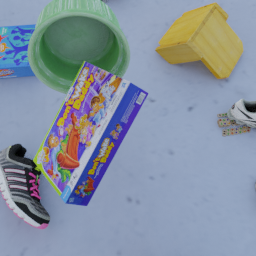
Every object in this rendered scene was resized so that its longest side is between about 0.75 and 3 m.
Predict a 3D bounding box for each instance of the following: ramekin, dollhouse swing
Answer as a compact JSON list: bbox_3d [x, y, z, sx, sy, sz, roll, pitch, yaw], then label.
[{"bbox_3d":[-1.255,-2.148,7.310,2.507,2.507,1.224,-7,52,-3],"label":"ramekin"},{"bbox_3d":[2.814,-3.117,10.810,2.172,2.101,2.390,5,54,50],"label":"dollhouse swing"}]

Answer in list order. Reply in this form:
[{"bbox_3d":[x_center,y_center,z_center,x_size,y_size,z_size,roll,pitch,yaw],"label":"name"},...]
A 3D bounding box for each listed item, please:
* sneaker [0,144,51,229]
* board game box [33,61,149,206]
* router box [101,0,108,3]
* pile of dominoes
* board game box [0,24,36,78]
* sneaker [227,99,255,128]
[{"bbox_3d":[-2.935,1.529,8.082,1.257,1.060,2.873,-39,65,-11],"label":"sneaker"},{"bbox_3d":[-0.968,0.045,6.406,1.877,0.625,2.792,33,97,45],"label":"board game box"},{"bbox_3d":[-1.453,-5.603,12.168,0.903,0.236,0.710,-34,68,-16],"label":"router box"},{"bbox_3d":[3.607,-0.190,9.461,1.109,0.177,0.864,-8,63,-3],"label":"pile of dominoes"},{"bbox_3d":[-4.673,-2.873,10.564,2.782,0.626,2.115,-6,63,-3],"label":"board game box"},{"bbox_3d":[4.489,-0.397,9.092,2.213,0.979,0.820,13,60,-1],"label":"sneaker"}]
